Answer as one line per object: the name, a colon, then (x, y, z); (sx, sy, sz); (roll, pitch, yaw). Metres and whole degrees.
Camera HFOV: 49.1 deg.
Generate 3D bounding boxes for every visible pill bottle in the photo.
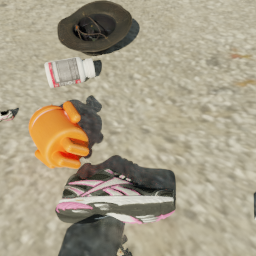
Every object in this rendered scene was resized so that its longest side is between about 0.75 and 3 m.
pill bottle: (-2.004, -1.976, 9.791); (1.616, 0.894, 0.894); (-12, 53, -9)

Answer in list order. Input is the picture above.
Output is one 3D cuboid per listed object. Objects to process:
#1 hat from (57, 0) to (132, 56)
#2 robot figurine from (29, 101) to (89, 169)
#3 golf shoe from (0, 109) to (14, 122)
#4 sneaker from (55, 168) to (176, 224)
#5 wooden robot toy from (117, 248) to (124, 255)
hat: (-1.189, -3.583, 10.869); (2.932, 1.183, 2.932); (-3, 56, 5)
robot figurine: (-1.952, 0.214, 7.729); (1.293, 1.595, 2.218); (-20, 43, -27)
golf shoe: (-4.110, -0.370, 8.861); (0.884, 0.407, 0.321); (-19, 55, -13)
sneaker: (-0.270, 1.544, 6.913); (2.926, 1.175, 1.263); (1, 51, -1)
wooden robot toy: (-0.155, 3.082, 6.089); (0.367, 0.356, 0.809); (8, 68, 25)
